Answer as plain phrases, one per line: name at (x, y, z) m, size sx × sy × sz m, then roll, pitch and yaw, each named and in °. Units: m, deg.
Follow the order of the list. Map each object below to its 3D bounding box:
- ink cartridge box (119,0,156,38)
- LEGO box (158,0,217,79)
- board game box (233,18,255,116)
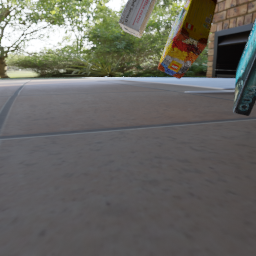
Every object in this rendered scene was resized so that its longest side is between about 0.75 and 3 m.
ink cartridge box at (0.309, -3.522, 8.449) m, size 0.713 × 1.241 × 2.119 m, roll 24°, pitch 12°, yaw -2°
LEGO box at (1.983, -3.124, 9.368) m, size 0.906 × 2.348 × 1.748 m, roll 24°, pitch -31°, yaw -7°
board game box at (2.186, -1.452, 4.529) m, size 0.303 × 2.152 × 1.456 m, roll 15°, pitch 45°, yaw 12°
